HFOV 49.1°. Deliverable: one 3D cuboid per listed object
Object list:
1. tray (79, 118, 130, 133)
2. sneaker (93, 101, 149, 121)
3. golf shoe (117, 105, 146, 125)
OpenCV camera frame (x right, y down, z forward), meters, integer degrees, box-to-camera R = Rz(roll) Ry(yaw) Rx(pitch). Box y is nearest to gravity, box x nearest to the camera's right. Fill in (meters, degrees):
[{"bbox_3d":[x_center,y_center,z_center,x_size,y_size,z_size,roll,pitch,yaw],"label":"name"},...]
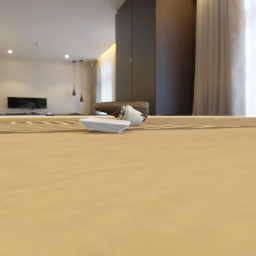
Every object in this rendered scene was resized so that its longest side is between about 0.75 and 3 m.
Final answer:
[{"bbox_3d":[-0.497,-0.082,6.849,1.088,0.225,2.027,7,3,0],"label":"tray"},{"bbox_3d":[-0.326,-0.683,12.259,2.454,0.927,0.864,0,11,6],"label":"sneaker"},{"bbox_3d":[0.176,-0.371,10.500,0.954,0.769,1.963,20,9,2],"label":"golf shoe"}]
